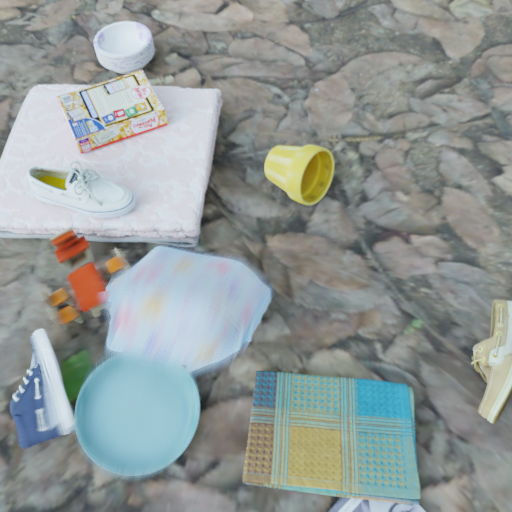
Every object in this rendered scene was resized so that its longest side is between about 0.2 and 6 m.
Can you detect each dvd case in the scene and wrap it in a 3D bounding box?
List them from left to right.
[{"bbox_3d":[1.807,4.035,7.112,1.652,0.177,2.222,-37,63,-22],"label":"dvd case"}]

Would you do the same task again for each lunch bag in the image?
[{"bbox_3d":[-0.926,0.789,8.274,2.042,1.298,1.732,8,22,10],"label":"lunch bag"}]

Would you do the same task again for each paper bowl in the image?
[{"bbox_3d":[-2.924,-4.591,12.529,1.284,0.668,1.284,0,56,0],"label":"paper bowl"}]

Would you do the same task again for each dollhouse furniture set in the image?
[{"bbox_3d":[-2.825,0.296,9.096,1.416,0.729,1.401,-31,57,-8],"label":"dollhouse furniture set"}]

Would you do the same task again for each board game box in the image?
[{"bbox_3d":[-2.753,-2.790,10.735,1.747,0.405,1.324,-22,59,-13],"label":"board game box"}]

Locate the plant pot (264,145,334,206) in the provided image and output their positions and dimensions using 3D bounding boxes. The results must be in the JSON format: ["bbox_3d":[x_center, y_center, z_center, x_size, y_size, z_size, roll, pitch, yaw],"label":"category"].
[{"bbox_3d":[0.739,-1.591,10.384,1.007,1.070,1.070,26,59,33],"label":"plant pot"}]

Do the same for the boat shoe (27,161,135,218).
[{"bbox_3d":[-2.993,-1.223,9.476,1.882,0.802,0.695,15,59,9],"label":"boat shoe"}]

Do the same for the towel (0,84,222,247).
[{"bbox_3d":[-2.794,-1.890,10.771,3.995,0.644,3.815,3,57,2],"label":"towel"}]

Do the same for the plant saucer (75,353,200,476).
[{"bbox_3d":[-1.707,2.259,8.144,1.771,0.243,1.771,2,63,-3],"label":"plant saucer"}]

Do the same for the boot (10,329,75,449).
[{"bbox_3d":[-3.268,1.910,8.241,0.773,0.623,1.712,-18,59,-18],"label":"boot"}]

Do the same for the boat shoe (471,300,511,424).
[{"bbox_3d":[3.642,1.537,8.496,0.688,0.767,2.072,18,54,24],"label":"boat shoe"}]

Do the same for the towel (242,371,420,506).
[{"bbox_3d":[1.075,2.527,7.999,2.366,0.257,1.735,4,52,7],"label":"towel"}]
